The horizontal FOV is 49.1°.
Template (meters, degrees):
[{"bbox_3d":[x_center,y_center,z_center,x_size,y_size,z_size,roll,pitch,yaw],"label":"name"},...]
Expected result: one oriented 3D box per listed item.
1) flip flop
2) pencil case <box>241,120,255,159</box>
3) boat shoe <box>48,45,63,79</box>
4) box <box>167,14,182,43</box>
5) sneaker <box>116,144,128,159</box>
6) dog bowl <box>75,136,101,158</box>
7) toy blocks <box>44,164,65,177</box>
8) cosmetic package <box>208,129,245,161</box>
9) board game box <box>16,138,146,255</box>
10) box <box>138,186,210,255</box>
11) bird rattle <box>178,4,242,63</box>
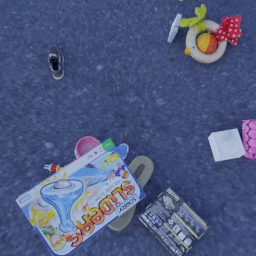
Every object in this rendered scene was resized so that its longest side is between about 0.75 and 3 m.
[{"bbox_3d":[0.034,2.185,9.871,1.156,0.821,2.850,29,71,11],"label":"flip flop"},{"bbox_3d":[4.664,0.411,10.700,0.677,0.656,1.446,19,65,-26],"label":"pencil case"},{"bbox_3d":[-3.124,-2.967,12.082,0.629,0.543,1.730,-12,69,-5],"label":"boat shoe"},{"bbox_3d":[2.089,-4.466,12.545,0.208,0.788,1.011,20,70,-5],"label":"box"},{"bbox_3d":[-0.607,1.103,10.432,1.539,0.593,0.583,-37,71,-15],"label":"sneaker"},{"bbox_3d":[-1.499,0.807,10.649,1.109,0.409,1.109,0,68,0],"label":"dog bowl"},{"bbox_3d":[-2.749,1.670,10.369,0.791,0.287,0.659,7,68,3],"label":"toy blocks"},{"bbox_3d":[3.716,0.647,10.604,0.999,0.614,0.996,-10,68,-3],"label":"cosmetic package"},{"bbox_3d":[-1.077,1.686,6.872,2.613,0.450,1.769,-34,94,-19],"label":"board game box"},{"bbox_3d":[1.550,3.224,9.647,1.563,0.476,1.940,-42,74,-14],"label":"box"},{"bbox_3d":[3.517,-3.949,12.226,2.801,1.578,2.284,16,89,-20],"label":"bird rattle"}]
